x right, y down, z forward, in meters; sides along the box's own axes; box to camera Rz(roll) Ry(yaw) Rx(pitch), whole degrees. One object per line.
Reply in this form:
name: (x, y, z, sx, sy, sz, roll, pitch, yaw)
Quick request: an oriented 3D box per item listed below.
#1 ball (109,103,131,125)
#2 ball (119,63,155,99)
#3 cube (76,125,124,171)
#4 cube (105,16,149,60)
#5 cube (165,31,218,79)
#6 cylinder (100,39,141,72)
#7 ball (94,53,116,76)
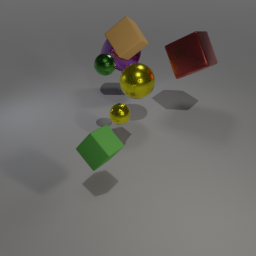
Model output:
ball: (-0.263, -0.453, 9.105, 0.700, 0.700, 0.700, 0, 32, 0)
ball: (0.362, -1.825, 10.907, 1.400, 1.400, 1.400, 0, 32, 0)
cube: (-0.669, 0.467, 6.755, 0.700, 0.700, 0.700, 50, 34, 6)
cube: (-0.023, -2.218, 6.989, 0.700, 0.700, 0.700, -33, -3, 19)
cube: (2.554, -2.932, 11.249, 1.400, 1.400, 1.400, -17, 6, 35)
cylinder: (-0.354, -3.371, 12.733, 1.400, 1.400, 1.400, 20, 23, -27)
ball: (-0.740, -2.033, 8.971, 0.700, 0.700, 0.700, 0, 32, 0)
